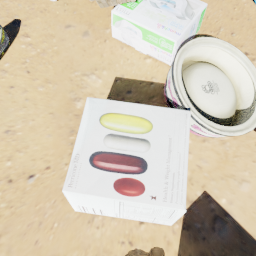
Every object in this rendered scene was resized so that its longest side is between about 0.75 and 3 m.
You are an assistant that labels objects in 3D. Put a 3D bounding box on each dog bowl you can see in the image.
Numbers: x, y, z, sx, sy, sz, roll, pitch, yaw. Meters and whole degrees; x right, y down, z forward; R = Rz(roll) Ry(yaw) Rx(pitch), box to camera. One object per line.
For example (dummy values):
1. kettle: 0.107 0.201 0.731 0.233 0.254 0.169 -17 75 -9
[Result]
1. dog bowl: 2.295 -1.009 7.782 2.885 1.064 2.885 6 70 -18

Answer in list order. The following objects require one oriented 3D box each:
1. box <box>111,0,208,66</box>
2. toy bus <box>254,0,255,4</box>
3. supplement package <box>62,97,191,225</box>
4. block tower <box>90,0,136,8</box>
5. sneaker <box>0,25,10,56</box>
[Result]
1. box: 1.020 -3.638 9.586 2.465 1.192 2.175 31 64 15
2. toy bus: 6.078 -4.817 10.239 2.158 1.115 2.036 -35 38 12
3. supplement package: 0.056 0.835 6.759 2.490 1.831 2.381 8 62 2
4. block tower: 0.295 -4.440 8.503 2.984 0.863 0.806 -5 85 13
5. sneaker: -4.894 -2.334 8.922 1.067 1.081 2.829 13 63 5
